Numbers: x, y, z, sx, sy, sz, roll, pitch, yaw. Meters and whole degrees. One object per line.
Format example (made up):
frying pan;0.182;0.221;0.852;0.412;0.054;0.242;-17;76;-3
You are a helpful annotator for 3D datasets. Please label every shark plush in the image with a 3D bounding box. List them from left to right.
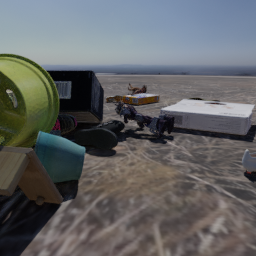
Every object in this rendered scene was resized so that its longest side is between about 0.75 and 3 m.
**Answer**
shark plush;-2.633;0.400;6.844;0.792;0.863;1.901;22;12;4

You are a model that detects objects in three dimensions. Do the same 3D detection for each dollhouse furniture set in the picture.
dollhouse furniture set;-2.054;1.256;3.753;1.550;1.328;1.629;4;49;14

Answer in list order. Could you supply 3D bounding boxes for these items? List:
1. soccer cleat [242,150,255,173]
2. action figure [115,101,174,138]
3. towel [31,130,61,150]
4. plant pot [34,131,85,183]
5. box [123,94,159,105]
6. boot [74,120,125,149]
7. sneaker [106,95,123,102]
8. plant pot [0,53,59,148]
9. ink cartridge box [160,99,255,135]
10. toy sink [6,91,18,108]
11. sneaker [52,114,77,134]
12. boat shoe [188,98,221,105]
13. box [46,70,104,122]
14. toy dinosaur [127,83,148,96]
soccer cleat;2.999;0.691;5.693;1.273;0.494;0.441;2;14;7
action figure;0.380;-0.309;9.029;2.102;0.729;1.368;20;8;34
towel;-2.384;0.355;7.544;1.168;0.210;1.213;-1;22;-14
plant pot;-1.302;0.600;5.304;0.899;0.957;0.957;10;11;-13
box;0.825;-1.665;15.783;1.210;0.421;2.032;12;20;42
boot;-0.533;0.143;8.093;1.339;0.533;1.625;9;11;26
sneaker;-0.781;-1.713;16.020;1.030;0.390;0.452;-3;13;-14
plant pot;-2.328;-0.390;4.955;2.040;2.040;1.876;-2;8;-9
ink cartridge box;2.977;-0.480;10.247;2.897;0.648;2.552;8;16;28
toy sink;-4.451;-0.745;10.173;2.144;1.201;1.397;2;14;10
sneaker;-2.446;-0.049;8.573;1.730;0.638;0.757;-2;14;8
boat shoe;3.371;-1.065;12.860;1.797;0.656;0.565;-2;4;-14
box;-2.109;-1.033;9.675;2.248;1.385;2.230;1;-8;4
toy dinosaur;0.650;-2.299;17.654;1.326;0.840;1.957;6;18;2
